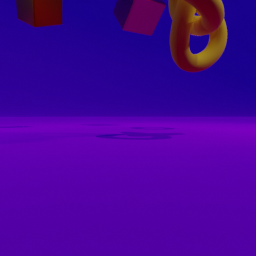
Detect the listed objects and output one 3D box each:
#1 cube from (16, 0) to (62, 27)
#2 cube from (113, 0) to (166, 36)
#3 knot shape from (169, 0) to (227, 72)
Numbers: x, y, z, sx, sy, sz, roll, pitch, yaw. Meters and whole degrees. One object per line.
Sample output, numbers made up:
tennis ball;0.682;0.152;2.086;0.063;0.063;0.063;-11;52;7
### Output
cube;-2.459;-3.410;7.773;0.919;0.919;0.919;32;40;31
cube;0.361;-4.111;9.664;1.200;1.200;1.200;0;-42;-29
knot shape;0.974;-1.940;4.385;0.914;1.978;1.851;-12;-1;22
